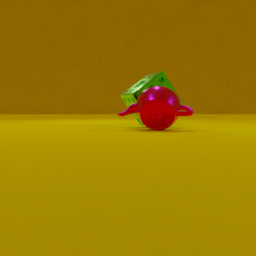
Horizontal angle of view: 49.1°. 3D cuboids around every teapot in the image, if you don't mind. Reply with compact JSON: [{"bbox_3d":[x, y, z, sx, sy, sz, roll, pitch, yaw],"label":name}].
[{"bbox_3d":[0.608,-0.381,6.193,1.635,1.017,0.801,1,28,8],"label":"teapot"}]

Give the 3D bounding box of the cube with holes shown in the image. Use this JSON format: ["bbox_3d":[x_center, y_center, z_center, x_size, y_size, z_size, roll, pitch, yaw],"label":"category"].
[{"bbox_3d":[0.617,-0.778,7.639,1.041,1.041,1.041,-38,15,-12],"label":"cube with holes"}]
